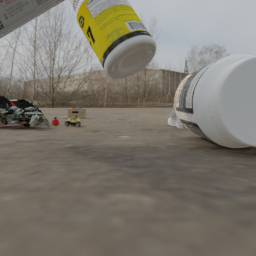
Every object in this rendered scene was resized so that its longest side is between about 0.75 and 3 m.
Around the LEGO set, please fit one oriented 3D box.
[{"bbox_3d":[-2.520,-0.358,7.710,2.439,0.691,1.584,-5,7,-44],"label":"LEGO set"}]

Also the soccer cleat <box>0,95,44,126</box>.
[{"bbox_3d":[-3.472,-0.402,8.330,0.841,0.784,2.299,-43,-23,15],"label":"soccer cleat"}]

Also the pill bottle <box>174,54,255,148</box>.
[{"bbox_3d":[1.567,-0.407,4.409,1.342,1.342,2.306,0,5,-1],"label":"pill bottle"}]

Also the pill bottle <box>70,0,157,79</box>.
[{"bbox_3d":[-0.549,-3.147,8.547,1.704,2.983,1.704,-26,-18,-9],"label":"pill bottle"}]

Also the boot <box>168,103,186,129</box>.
[{"bbox_3d":[1.571,-0.490,8.073,0.683,0.888,1.858,0,5,-4],"label":"boot"}]

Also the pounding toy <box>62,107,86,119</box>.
[{"bbox_3d":[-2.512,-0.693,12.696,0.992,0.516,1.129,1,5,3],"label":"pounding toy"}]

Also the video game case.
[{"bbox_3d":[-2.244,-2.832,4.638,2.661,2.419,0.311,-40,58,-18],"label":"video game case"}]
